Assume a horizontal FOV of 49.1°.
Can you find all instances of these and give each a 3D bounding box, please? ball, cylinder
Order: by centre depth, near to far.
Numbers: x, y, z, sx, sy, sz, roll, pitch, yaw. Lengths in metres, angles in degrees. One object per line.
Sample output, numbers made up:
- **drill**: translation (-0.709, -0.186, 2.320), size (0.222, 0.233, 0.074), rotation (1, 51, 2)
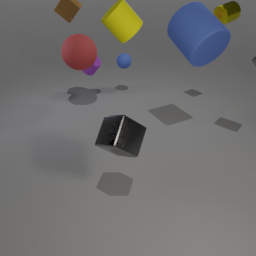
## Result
- **cylinder**: translation (-0.140, -2.452, 6.443), size (0.700, 0.700, 0.700), rotation (-37, 28, 23)
- **cylinder**: translation (2.146, -2.862, 8.605), size (1.400, 1.400, 1.400), rotation (-16, 61, -26)
- **cylinder**: translation (3.645, -4.232, 10.331), size (0.700, 0.700, 0.700), rotation (-27, 38, -19)
- **ball**: translation (-1.923, -2.990, 11.088), size (1.400, 1.400, 1.400), rotation (0, 30, 0)
- **cylinder**: translation (-1.671, -2.852, 12.664), size (0.700, 0.700, 0.700), rotation (21, 50, -27)
- **ball**: translation (-0.182, -3.135, 13.098), size (0.700, 0.700, 0.700), rotation (0, 30, 0)

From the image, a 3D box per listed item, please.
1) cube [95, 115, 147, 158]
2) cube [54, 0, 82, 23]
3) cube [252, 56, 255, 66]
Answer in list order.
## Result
- **cube**: translation (-0.155, 0.178, 5.982), size (0.700, 0.700, 0.700), rotation (29, -18, -36)
- **cube**: translation (-2.217, -4.474, 10.415), size (0.700, 0.700, 0.700), rotation (35, 26, -20)
- **cube**: translation (4.311, -2.057, 8.352), size (0.700, 0.700, 0.700), rotation (-44, 8, -25)
